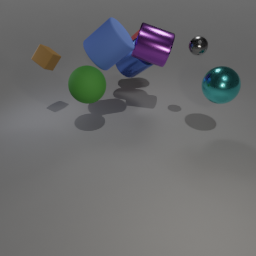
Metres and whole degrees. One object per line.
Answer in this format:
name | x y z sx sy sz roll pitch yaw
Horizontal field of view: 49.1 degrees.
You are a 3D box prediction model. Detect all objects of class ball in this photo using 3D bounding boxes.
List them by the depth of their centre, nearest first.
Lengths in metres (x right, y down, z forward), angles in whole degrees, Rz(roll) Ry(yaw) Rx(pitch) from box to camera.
ball | 2.601 -3.033 10.348 0.700 0.700 0.700 0 31 0
ball | -1.508 -1.606 10.400 1.400 1.400 1.400 0 31 0
ball | 3.464 -1.597 10.454 1.400 1.400 1.400 0 31 0

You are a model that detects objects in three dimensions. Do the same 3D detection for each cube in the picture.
cube | -3.231 -2.787 11.111 0.700 0.700 0.700 38 13 7

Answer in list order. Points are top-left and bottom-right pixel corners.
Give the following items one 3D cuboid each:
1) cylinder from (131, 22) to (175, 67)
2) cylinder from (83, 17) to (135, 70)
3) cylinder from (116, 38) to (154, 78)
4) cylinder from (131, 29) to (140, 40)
cylinder | 0.999 -3.346 11.326 1.400 1.400 1.400 19 32 -4
cylinder | -0.711 -3.126 10.509 1.400 1.400 1.400 -33 22 24
cylinder | 0.338 -3.224 12.906 1.400 1.400 1.400 -32 6 -41
cylinder | 0.550 -4.023 14.292 1.400 1.400 1.400 -36 15 31
